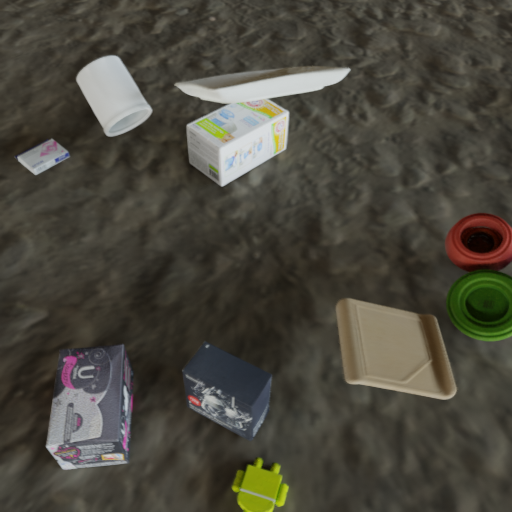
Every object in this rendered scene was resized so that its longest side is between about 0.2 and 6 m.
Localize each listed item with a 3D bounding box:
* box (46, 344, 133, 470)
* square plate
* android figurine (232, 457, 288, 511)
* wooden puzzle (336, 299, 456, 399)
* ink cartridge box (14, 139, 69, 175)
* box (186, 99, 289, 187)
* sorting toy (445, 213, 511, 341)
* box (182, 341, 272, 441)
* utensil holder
[{"bbox_3d":[-2.298,2.095,7.883,0.974,0.845,1.473,-4,49,-4],"label":"box"},{"bbox_3d":[0.031,-3.499,11.414,2.800,0.398,2.773,-15,23,-19],"label":"square plate"},{"bbox_3d":[0.044,3.111,7.460,0.718,0.162,0.789,12,49,10],"label":"android figurine"},{"bbox_3d":[2.007,1.374,8.272,1.610,0.300,1.489,10,44,-9],"label":"wooden puzzle"},{"bbox_3d":[-4.633,-2.190,12.054,0.872,0.189,0.857,36,59,26],"label":"ink cartridge box"},{"bbox_3d":[-0.364,-2.481,11.740,1.932,0.979,1.087,-34,57,-28],"label":"box"},{"bbox_3d":[3.948,0.447,9.407,1.452,0.992,2.416,-1,59,19],"label":"sorting toy"},{"bbox_3d":[-0.407,1.914,7.909,1.119,1.019,0.583,22,49,19],"label":"box"},{"bbox_3d":[-3.071,-3.442,12.087,1.124,1.124,1.322,-31,91,-24],"label":"utensil holder"}]
